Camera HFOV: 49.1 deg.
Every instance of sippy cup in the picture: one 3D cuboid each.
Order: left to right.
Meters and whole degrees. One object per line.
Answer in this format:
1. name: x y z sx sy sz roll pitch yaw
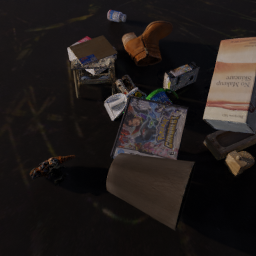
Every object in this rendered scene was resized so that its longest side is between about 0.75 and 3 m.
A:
1. sippy cup: 1.406 -0.892 11.958 1.193 1.519 1.113 -15 59 -47

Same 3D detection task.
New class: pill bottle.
1. pill bottle: -0.657 -6.722 16.895 1.043 0.585 0.585 19 54 13

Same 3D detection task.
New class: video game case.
1. video game case: 0.883 0.172 10.822 2.453 0.346 2.714 12 67 10

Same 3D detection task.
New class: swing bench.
1. swing bench: -1.496 -2.408 12.654 1.811 1.820 1.181 -1 51 -1

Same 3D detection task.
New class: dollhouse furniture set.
1. dollhouse furniture set: 4.918 0.430 10.015 2.780 2.382 2.923 -20 54 -16

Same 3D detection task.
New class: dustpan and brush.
1. dustpan and brush: -0.238 -1.207 12.224 1.659 0.475 1.158 -29 55 2

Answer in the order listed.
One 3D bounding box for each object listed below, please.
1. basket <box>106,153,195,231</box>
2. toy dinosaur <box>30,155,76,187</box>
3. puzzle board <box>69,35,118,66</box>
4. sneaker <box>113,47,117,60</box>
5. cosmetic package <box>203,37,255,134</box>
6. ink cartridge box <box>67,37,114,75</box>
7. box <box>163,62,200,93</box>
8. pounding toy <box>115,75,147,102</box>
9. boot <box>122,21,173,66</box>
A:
1. basket: 0.699 1.866 9.355 2.522 1.715 2.274 15 79 18
2. toy dinosaur: -2.757 1.418 10.314 1.653 0.845 1.122 -44 43 -5
3. puzzle board: -1.391 -3.096 11.227 1.575 0.137 1.187 -26 63 -20
4. sneaker: -0.806 -4.100 14.859 0.422 0.494 1.122 -12 51 -8
5. cosmetic package: 3.238 -1.240 8.269 1.315 1.110 2.544 7 78 38
6. ink cartridge box: -1.882 -3.697 14.320 1.945 0.820 1.408 34 59 24
7. box: 2.496 -2.385 13.200 1.649 0.962 0.496 -24 58 -20
8. pounding toy: 0.162 -1.866 12.699 1.076 1.073 1.877 -37 60 -26
9. boot: 1.337 -4.362 14.737 2.988 1.101 2.312 -22 53 -3
